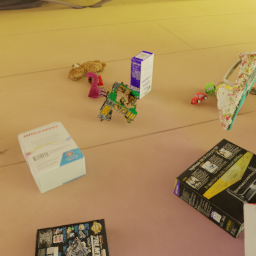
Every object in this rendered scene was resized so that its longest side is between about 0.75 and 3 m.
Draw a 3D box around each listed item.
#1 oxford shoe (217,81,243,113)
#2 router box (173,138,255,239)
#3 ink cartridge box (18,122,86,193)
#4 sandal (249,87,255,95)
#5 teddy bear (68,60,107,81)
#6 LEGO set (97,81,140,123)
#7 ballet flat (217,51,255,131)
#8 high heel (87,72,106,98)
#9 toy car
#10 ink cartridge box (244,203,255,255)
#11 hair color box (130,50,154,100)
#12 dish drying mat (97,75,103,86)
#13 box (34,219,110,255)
[{"bbox_3d":[4.435,-1.462,12.785,0.797,0.765,2.160,-7,38,-5],"label":"oxford shoe"},{"bbox_3d":[3.157,1.681,8.747,2.802,0.732,2.203,-30,47,-33],"label":"router box"},{"bbox_3d":[-2.628,0.899,9.588,1.601,0.938,2.215,-20,44,-24],"label":"ink cartridge box"},{"bbox_3d":[6.342,-1.787,13.516,0.523,0.352,1.303,-31,47,-33],"label":"sandal"},{"bbox_3d":[-2.201,-3.272,15.104,2.290,0.765,1.660,-17,39,-21],"label":"teddy bear"},{"bbox_3d":[-0.436,-0.906,12.048,1.672,1.259,2.174,22,37,-20],"label":"LEGO set"},{"bbox_3d":[3.447,-1.255,9.033,0.946,1.119,2.959,25,72,21],"label":"ballet flat"},{"bbox_3d":[-1.861,-2.119,13.714,0.940,0.660,1.960,-11,51,-30],"label":"high heel"},{"bbox_3d":[3.827,-1.781,13.088,1.898,0.423,1.786,-18,18,20],"label":"toy car"},{"bbox_3d":[4.057,2.703,6.676,2.239,0.933,1.626,3,76,2],"label":"ink cartridge box"},{"bbox_3d":[0.628,-2.459,13.055,0.639,1.971,1.078,22,43,26],"label":"hair color box"},{"bbox_3d":[-1.541,-2.493,14.634,0.390,0.092,1.015,-6,38,-10],"label":"dish drying mat"},{"bbox_3d":[-1.364,3.262,6.960,1.834,0.459,1.848,-7,38,-9],"label":"box"}]
